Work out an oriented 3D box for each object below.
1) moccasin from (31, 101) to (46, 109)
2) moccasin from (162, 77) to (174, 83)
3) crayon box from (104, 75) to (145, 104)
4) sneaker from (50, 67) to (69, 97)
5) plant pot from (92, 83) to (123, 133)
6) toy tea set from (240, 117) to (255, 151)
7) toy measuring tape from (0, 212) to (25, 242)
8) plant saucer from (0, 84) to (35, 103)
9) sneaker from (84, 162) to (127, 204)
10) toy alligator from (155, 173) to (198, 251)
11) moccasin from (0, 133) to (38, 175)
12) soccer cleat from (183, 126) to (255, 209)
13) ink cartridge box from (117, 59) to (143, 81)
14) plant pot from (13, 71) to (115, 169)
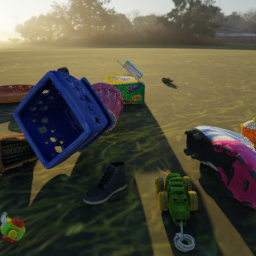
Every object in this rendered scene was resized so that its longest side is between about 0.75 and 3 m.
[{"bbox_3d":[-3.592,-0.826,10.682,1.036,0.379,0.400,-22,36,-26],"label":"moccasin"},{"bbox_3d":[2.324,-2.824,16.375,0.293,0.310,0.802,-15,24,-36],"label":"moccasin"},{"bbox_3d":[-0.231,-1.817,12.693,1.684,0.826,2.835,-1,19,-4],"label":"crayon box"},{"bbox_3d":[-3.271,-2.161,13.155,0.827,1.239,2.164,0,22,7],"label":"sneaker"},{"bbox_3d":[-0.814,-0.545,8.607,1.364,1.364,1.221,-1,34,-4],"label":"plant pot"},{"bbox_3d":[3.643,0.307,6.708,2.203,0.815,1.310,10,22,26],"label":"toy tea set"},{"bbox_3d":[-1.748,1.497,4.247,0.334,0.334,0.907,-10,4,-27],"label":"toy measuring tape"},{"bbox_3d":[-5.232,-1.566,12.672,2.548,0.411,2.548,1,19,0],"label":"plant saucer"},{"bbox_3d":[-0.430,0.986,5.201,0.380,0.539,1.015,15,25,37],"label":"sneaker"},{"bbox_3d":[0.853,1.197,4.710,0.643,0.466,1.941,-1,19,-1],"label":"toy alligator"},{"bbox_3d":[-2.843,0.626,5.962,0.888,0.842,2.301,7,9,44],"label":"moccasin"},{"bbox_3d":[2.232,0.565,5.693,1.251,1.012,2.899,-5,20,-14],"label":"soccer cleat"},{"bbox_3d":[0.089,-2.612,12.059,1.232,0.365,0.640,41,16,-12],"label":"ink cartridge box"},{"bbox_3d":[-1.333,-0.220,6.373,1.601,1.601,1.440,-39,-10,28],"label":"plant pot"}]
